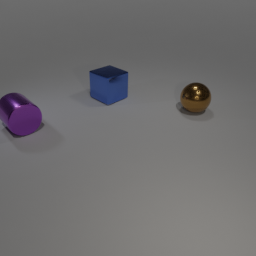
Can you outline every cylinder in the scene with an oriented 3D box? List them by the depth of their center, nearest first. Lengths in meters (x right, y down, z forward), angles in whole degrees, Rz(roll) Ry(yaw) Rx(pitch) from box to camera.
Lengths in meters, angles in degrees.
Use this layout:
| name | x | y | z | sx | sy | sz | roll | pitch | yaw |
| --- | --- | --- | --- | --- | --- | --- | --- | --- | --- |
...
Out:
| name | x | y | z | sx | sy | sz | roll | pitch | yaw |
| --- | --- | --- | --- | --- | --- | --- | --- | --- | --- |
| cylinder | -4.499 | -0.591 | 11.571 | 1.400 | 1.400 | 1.400 | -24 | 39 | -33 |

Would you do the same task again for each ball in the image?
| name | x | y | z | sx | sy | sz | roll | pitch | yaw |
| --- | --- | --- | --- | --- | --- | --- | --- | --- | --- |
| ball | 3.106 | -1.391 | 12.875 | 1.400 | 1.400 | 1.400 | 0 | 32 | 0 |

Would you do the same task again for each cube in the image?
| name | x | y | z | sx | sy | sz | roll | pitch | yaw |
| --- | --- | --- | --- | --- | --- | --- | --- | --- | --- |
| cube | -0.960 | -2.194 | 14.119 | 1.400 | 1.400 | 1.400 | 28 | 40 | 36 |
